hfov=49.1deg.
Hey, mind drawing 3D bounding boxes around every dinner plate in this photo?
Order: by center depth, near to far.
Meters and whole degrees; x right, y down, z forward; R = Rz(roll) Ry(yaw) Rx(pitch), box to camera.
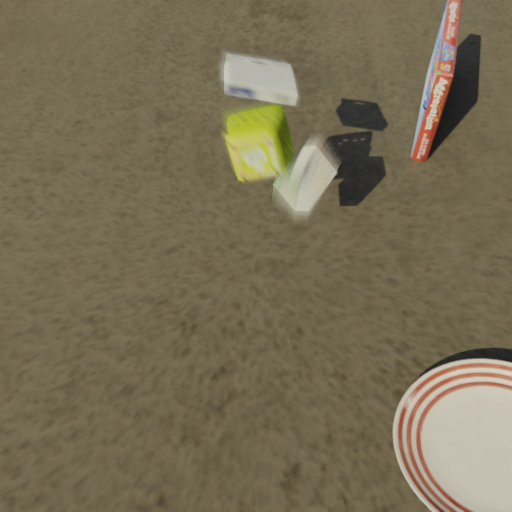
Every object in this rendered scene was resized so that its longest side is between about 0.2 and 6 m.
[{"bbox_3d":[3.296,2.600,7.645,2.779,0.337,2.779,-7,40,6],"label":"dinner plate"}]

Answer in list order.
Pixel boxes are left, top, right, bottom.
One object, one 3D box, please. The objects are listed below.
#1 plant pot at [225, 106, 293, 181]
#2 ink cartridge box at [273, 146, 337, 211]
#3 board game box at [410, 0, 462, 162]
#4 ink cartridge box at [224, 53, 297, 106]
[{"bbox_3d":[0.036,-1.806,9.230,0.971,0.967,0.881,-7,34,15],"label":"plant pot"},{"bbox_3d":[0.841,-1.316,9.531,0.925,0.672,0.405,-53,29,-18],"label":"ink cartridge box"},{"bbox_3d":[4.355,-4.324,13.411,0.408,2.158,4.192,13,47,11],"label":"board game box"},{"bbox_3d":[0.055,-2.975,9.427,1.199,0.244,1.201,7,41,-8],"label":"ink cartridge box"}]
